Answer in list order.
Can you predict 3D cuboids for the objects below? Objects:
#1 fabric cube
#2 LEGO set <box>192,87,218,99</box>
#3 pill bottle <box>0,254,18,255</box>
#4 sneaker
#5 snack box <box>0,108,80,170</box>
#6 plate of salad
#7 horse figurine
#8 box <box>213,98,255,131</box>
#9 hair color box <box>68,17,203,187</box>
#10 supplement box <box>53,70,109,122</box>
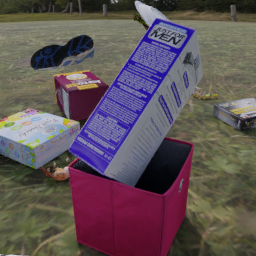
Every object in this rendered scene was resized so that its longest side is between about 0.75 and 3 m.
[{"bbox_3d":[0.139,1.300,5.560,1.854,1.848,1.819,12,28,23],"label":"fabric cube"},{"bbox_3d":[3.517,-1.659,13.012,1.276,0.475,0.587,12,29,22],"label":"LEGO set"},{"bbox_3d":[-1.299,2.470,3.509,2.801,1.561,1.561,2,27,5],"label":"pill bottle"},{"bbox_3d":[-2.200,-2.401,9.643,2.293,0.868,0.883,-15,-15,2],"label":"sneaker"},{"bbox_3d":[-3.027,0.216,8.899,2.347,0.794,1.979,16,30,26],"label":"snack box"},{"bbox_3d":[1.195,-2.748,8.688,2.892,0.695,2.892,34,31,-24],"label":"plate of salad"},{"bbox_3d":[-1.702,1.126,7.610,1.265,0.316,0.838,-15,30,-27],"label":"horse figurine"},{"bbox_3d":[4.608,-0.584,10.834,2.020,0.488,1.600,-10,29,-20],"label":"box"},{"bbox_3d":[0.294,-0.378,5.237,0.912,1.539,2.815,31,82,26],"label":"hair color box"},{"bbox_3d":[-1.963,-1.383,11.515,1.667,1.314,2.547,-12,29,-23],"label":"supplement box"}]
